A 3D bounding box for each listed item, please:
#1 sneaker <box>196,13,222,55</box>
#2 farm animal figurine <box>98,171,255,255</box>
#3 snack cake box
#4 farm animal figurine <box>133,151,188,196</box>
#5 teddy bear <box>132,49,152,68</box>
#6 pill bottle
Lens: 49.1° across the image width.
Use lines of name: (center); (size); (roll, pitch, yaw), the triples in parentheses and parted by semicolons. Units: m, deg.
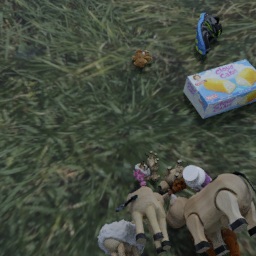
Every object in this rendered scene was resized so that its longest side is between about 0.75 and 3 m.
sneaker: (2.939, -3.479, 10.131); (0.894, 0.765, 2.158); (9, 52, 14)
farm animal figurine: (0.839, 1.824, 5.534); (2.909, 2.349, 1.463); (-4, 45, -9)
snack cake box: (2.960, -1.219, 8.556); (2.134, 0.717, 1.227); (-18, 58, -13)
farm animal figurine: (0.782, 1.197, 6.921); (1.297, 0.652, 1.047); (16, 42, 7)
teddy bear: (0.475, -2.406, 9.700); (0.695, 0.320, 0.958); (-4, 47, -12)
pill bottle: (1.570, 1.166, 6.348); (0.486, 0.866, 0.486); (-18, 53, 26)
